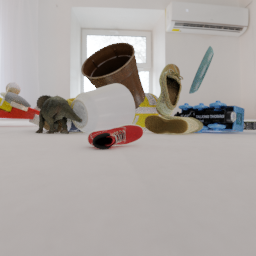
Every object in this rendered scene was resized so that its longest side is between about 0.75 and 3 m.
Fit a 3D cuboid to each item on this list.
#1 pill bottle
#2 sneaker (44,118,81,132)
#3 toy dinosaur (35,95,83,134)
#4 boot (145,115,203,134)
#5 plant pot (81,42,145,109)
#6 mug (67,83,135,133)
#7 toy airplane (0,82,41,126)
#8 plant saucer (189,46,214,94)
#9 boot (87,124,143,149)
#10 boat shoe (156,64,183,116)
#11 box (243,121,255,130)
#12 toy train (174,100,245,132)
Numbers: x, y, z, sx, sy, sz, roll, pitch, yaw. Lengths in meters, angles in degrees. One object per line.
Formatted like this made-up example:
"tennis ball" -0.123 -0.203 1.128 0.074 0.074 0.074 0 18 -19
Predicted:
"pill bottle" 0.522 -0.815 12.551 2.837 1.579 1.579 -2 3 -40
"sneaker" -2.111 -0.338 9.667 1.267 0.819 2.336 -8 13 -35
"toy dinosaur" -2.146 -0.451 8.133 0.920 1.222 2.390 -2 3 -33
"boot" 1.321 -0.106 8.133 1.439 0.524 1.119 4 5 40
"plant pot" -0.373 -1.708 10.213 2.004 2.004 1.984 1 -40 28
"mug" -0.975 -0.472 8.518 1.563 1.525 1.904 -15 -4 -45
"toy airplane" -5.242 -1.118 13.306 2.967 2.094 2.954 1 2 28
"plant saucer" 2.722 -2.069 10.247 0.252 1.840 1.840 25 8 12
"boot" -0.131 0.156 4.545 0.974 0.353 0.703 -9 6 -17
"boat shoe" 1.874 -1.730 11.814 1.008 2.750 0.862 21 -31 -18
"box" 4.520 -0.110 10.723 1.353 0.299 1.084 1 3 12
"toy train" 2.482 -0.287 8.757 1.228 0.932 2.150 10 -6 -41
